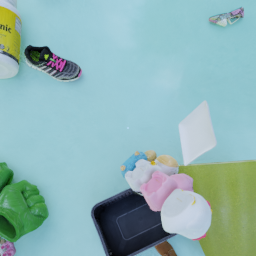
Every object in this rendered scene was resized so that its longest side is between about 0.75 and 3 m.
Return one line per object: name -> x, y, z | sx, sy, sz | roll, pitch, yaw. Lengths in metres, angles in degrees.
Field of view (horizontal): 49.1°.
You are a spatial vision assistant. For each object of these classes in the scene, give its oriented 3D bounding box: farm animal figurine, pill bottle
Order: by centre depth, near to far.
farm animal figurine -> -3.820, 2.967, 7.671 | 1.878, 0.944, 1.516 | 46, 100, 7
pill bottle -> -4.183, -3.068, 8.887 | 1.497, 1.497, 2.689 | -3, 74, -1

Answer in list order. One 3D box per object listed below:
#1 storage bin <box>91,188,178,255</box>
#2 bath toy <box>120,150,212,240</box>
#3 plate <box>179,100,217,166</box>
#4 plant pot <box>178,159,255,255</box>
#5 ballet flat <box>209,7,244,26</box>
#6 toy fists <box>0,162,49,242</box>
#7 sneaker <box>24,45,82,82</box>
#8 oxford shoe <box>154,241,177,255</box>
storage bin -> 0.332, 2.441, 7.558 | 2.287, 1.072, 1.546 | -24, 68, -5
bath toy -> 0.750, 1.171, 5.260 | 1.094, 2.516, 0.930 | -40, 114, -5
plate -> 1.075, 0.096, 4.323 | 0.126, 0.780, 0.781 | 10, 57, -21
plant pot -> 2.555, 2.171, 7.178 | 2.437, 2.437, 2.605 | -4, 82, -1
ballet flat -> 3.440, -3.788, 9.668 | 1.283, 0.444, 0.457 | -19, 96, -5
toy fists -> -3.414, 1.752, 7.634 | 2.774, 1.414, 0.954 | 33, 115, 9
sneaker -> -2.459, -2.104, 8.950 | 1.994, 0.872, 0.736 | 21, 76, 6
oxford shoe -> 1.145, 3.494, 7.726 | 0.414, 0.414, 1.162 | -42, 77, -8
